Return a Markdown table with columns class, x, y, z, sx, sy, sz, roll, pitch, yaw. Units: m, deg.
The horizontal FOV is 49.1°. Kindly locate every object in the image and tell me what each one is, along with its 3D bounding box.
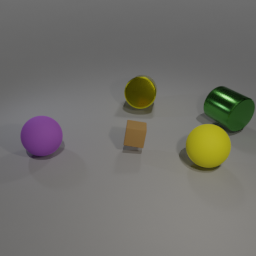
| class | x | y | z | sx | sy | sz | roll | pitch | yaw |
| --- | --- | --- | --- | --- | --- | --- | --- | --- | --- |
| ball | -2.985 | 0.272 | 9.720 | 1.400 | 1.400 | 1.400 | 0 | 30 | 0 |
| cube | 0.254 | 0.203 | 9.817 | 0.700 | 0.700 | 0.700 | 9 | 25 | -1 |
| cylinder | 0.607 | -1.671 | 12.761 | 1.400 | 1.400 | 1.400 | 4 | 14 | 6 |
| ball | 2.576 | 0.572 | 9.033 | 1.400 | 1.400 | 1.400 | 0 | 30 | 0 |
| cylinder | 3.988 | -0.785 | 11.114 | 1.400 | 1.400 | 1.400 | -15 | 34 | -24 |
